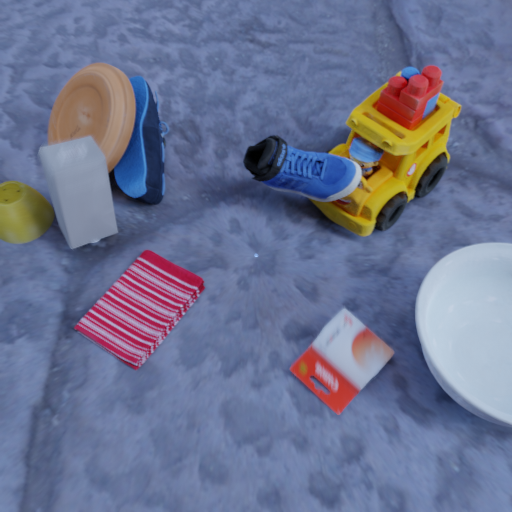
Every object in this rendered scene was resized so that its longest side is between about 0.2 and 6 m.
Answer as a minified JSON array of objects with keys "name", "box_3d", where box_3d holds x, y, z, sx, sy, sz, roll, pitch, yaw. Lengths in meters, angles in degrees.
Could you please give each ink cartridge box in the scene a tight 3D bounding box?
[{"name":"ink cartridge box","box_3d":[1.383,1.678,9.061,1.100,0.340,1.356,42,67,15]}]

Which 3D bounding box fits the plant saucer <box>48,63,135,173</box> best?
[{"name":"plant saucer","box_3d":[-3.391,-2.658,11.156,2.445,0.395,2.445,-6,79,35]}]

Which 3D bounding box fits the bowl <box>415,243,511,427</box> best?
[{"name":"bowl","box_3d":[3.866,1.404,8.740,3.049,1.370,3.049,0,56,-1]}]

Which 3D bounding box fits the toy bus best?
[{"name":"toy bus","box_3d":[2.422,-2.131,10.344,2.811,2.699,1.908,-40,66,-21]}]

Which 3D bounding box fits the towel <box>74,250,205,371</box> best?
[{"name":"towel","box_3d":[-1.999,0.859,9.805,1.438,0.224,1.989,28,61,18]}]

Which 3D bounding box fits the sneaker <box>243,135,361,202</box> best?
[{"name":"sneaker","box_3d":[0.697,-1.571,9.882,2.164,1.204,0.830,15,84,43]}]

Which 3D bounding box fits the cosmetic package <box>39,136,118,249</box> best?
[{"name":"cosmetic package","box_3d":[-3.108,-1.091,9.924,0.956,1.790,0.807,-21,53,-25]}]

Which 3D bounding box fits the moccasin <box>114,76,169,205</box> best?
[{"name":"moccasin","box_3d":[-2.422,-2.306,11.479,1.176,0.997,2.924,-14,63,22]}]

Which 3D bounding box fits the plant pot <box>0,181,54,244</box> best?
[{"name":"plant pot","box_3d":[-4.560,-0.938,10.641,1.168,0.829,1.168,0,56,0]}]
